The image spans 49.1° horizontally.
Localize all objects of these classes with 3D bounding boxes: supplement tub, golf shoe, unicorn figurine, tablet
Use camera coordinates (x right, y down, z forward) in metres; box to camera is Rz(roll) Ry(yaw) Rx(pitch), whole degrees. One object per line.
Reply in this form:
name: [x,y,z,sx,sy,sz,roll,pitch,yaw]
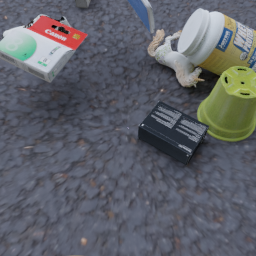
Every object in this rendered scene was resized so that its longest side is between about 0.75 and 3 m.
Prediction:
supplement tub: [2.984,-2.644,9.029,2.353,1.702,1.702,19,55,-15]
golf shoe: [-3.393,-3.674,10.388,2.755,1.301,1.071,-1,57,1]
unicorn figurine: [1.857,-2.398,9.788,2.668,0.985,1.832,26,69,27]
tablet: [-0.056,-4.493,8.803,0.204,1.940,2.981,-33,84,5]

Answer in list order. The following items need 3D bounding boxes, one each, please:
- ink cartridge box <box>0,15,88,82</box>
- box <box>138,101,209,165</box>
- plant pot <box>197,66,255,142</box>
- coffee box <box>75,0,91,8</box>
ink cartridge box: [-2.443,-2.529,8.182,1.729,0.538,2.149,26,65,7]
box: [1.297,0.114,8.155,1.676,0.661,1.183,30,58,19]
plant pot: [3.086,-0.799,8.174,1.816,1.670,1.816,0,56,1]
coffee box: [-1.908,-6.007,12.291,0.543,0.779,1.362,7,55,6]
